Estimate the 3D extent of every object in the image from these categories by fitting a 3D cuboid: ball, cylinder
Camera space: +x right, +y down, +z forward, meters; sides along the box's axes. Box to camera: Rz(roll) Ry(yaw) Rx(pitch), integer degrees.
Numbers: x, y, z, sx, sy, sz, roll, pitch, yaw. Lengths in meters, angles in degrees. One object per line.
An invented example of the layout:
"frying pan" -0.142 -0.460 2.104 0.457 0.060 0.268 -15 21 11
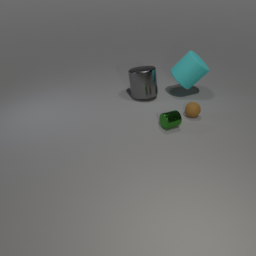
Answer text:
"ball" 2.943 -0.840 12.713 0.700 0.700 0.700 0 31 0
"cylinder" 0.786 -2.352 14.371 1.400 1.400 1.400 -7 23 3
"cylinder" 3.133 -2.939 14.241 1.400 1.400 1.400 34 30 -23
"cylinder" 1.801 -0.350 11.894 0.700 0.700 0.700 -15 34 -23
